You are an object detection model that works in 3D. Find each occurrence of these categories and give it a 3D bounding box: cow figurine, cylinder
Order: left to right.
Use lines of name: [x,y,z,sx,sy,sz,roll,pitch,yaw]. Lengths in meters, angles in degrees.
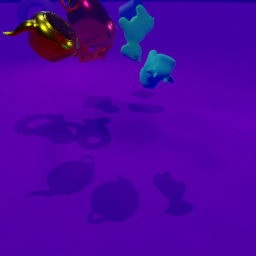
cylinder: [0.166,-4.465,10.763,0.751,0.751,0.751,-13,14,39]
cow figurine: [0.329,-3.128,9.546,1.567,1.542,0.860,-34,4,8]
cow figurine: [0.549,-1.083,5.569,0.576,1.049,1.032,21,49,-12]

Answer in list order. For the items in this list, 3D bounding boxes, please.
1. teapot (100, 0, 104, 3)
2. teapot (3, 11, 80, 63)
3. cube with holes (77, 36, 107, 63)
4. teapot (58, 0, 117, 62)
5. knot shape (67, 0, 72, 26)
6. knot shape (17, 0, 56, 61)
teapot: [-1.012,-4.485,9.382,0.515,1.052,0.654,24,26,19]
teapot: [-1.730,-1.919,6.072,1.815,0.889,1.128,9,47,-54]
cube with holes: [-1.330,-2.885,10.040,0.910,0.910,0.910,-11,14,4]
teapot: [-0.732,-1.984,5.471,0.847,1.730,1.076,-33,49,11]
knot shape: [-1.432,-3.752,7.924,0.864,1.869,1.749,-11,8,2]
knot shape: [-2.378,-2.760,8.259,0.867,1.756,1.876,-42,86,-20]
